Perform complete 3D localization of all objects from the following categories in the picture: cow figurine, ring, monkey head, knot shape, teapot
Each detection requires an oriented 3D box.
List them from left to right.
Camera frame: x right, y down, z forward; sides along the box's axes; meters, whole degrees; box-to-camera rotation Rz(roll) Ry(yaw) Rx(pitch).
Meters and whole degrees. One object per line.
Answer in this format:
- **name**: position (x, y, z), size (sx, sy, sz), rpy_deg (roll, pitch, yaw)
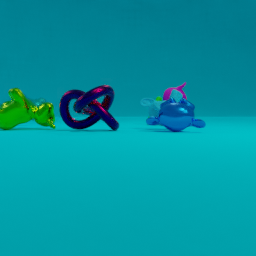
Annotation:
- **cow figurine**: position (-2.862, -0.433, 7.176), size (1.285, 0.706, 1.265), rpy_deg (10, 28, 7)
- **cow figurine**: position (-2.462, -0.304, 6.680), size (1.364, 1.342, 0.749), rpy_deg (-40, 23, -20)
- **knot shape**: position (-0.721, -0.360, 6.159), size (1.410, 0.652, 1.320), rpy_deg (-21, -41, 39)
- **ring**: position (0.965, -0.635, 10.238), size (0.221, 1.106, 1.106), rpy_deg (22, 4, 2)
- **monkey head**: position (0.936, -0.489, 6.846), size (1.210, 0.870, 0.729), rpy_deg (30, -10, -16)
- **monkey head**: position (1.017, -0.171, 5.904), size (1.201, 0.864, 0.724), rpy_deg (3, 47, 14)
- **teapot**: position (1.571, -0.962, 9.035), size (0.657, 1.342, 0.834), rpy_deg (-19, -52, 45)
